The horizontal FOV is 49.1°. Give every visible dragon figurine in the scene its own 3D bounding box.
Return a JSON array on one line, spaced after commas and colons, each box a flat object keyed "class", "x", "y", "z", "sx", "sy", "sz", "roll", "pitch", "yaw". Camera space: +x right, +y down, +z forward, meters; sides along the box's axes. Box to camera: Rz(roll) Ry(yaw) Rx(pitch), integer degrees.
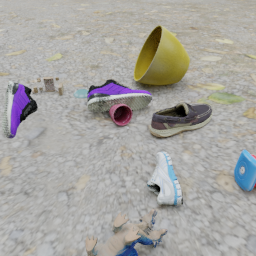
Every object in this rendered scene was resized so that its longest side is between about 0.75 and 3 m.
[{"class": "dragon figurine", "x": -0.273, "y": 2.728, "z": 6.021, "sx": 2.791, "sy": 1.388, "sz": 0.821, "roll": -39, "pitch": 48, "yaw": -17}]

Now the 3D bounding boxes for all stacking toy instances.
[{"class": "stacking toy", "x": 4.130, "y": 1.314, "z": 8.208, "sx": 1.764, "sy": 0.968, "sz": 1.024, "roll": 6, "pitch": 24, "yaw": -11}]

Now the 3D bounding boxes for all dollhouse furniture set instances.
[{"class": "dollhouse furniture set", "x": -3.752, "y": -1.938, "z": 13.047, "sx": 1.368, "sy": 0.709, "sz": 0.606, "roll": -3, "pitch": 32, "yaw": -5}]

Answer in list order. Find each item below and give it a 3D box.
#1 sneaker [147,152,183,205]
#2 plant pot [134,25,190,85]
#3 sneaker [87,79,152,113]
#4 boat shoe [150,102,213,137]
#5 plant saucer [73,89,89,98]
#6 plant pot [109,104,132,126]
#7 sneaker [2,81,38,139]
[{"class": "sneaker", "x": 0.934, "y": 1.412, "z": 8.119, "sx": 0.851, "sy": 0.736, "sz": 1.964, "roll": -8, "pitch": 34, "yaw": -3}, {"class": "plant pot", "x": 1.765, "y": -3.208, "z": 13.571, "sx": 1.985, "sy": 2.797, "sz": 2.797, "roll": 21, "pitch": 30, "yaw": -18}, {"class": "sneaker", "x": -0.374, "y": -1.495, "z": 11.721, "sx": 2.756, "sy": 0.958, "sz": 1.370, "roll": -4, "pitch": 56, "yaw": -12}, {"class": "boat shoe", "x": 2.119, "y": -0.495, "z": 10.679, "sx": 2.921, "sy": 0.947, "sz": 1.051, "roll": -17, "pitch": 38, "yaw": -24}, {"class": "plant saucer", "x": -2.130, "y": -1.651, "z": 13.103, "sx": 0.860, "sy": 0.166, "sz": 0.860, "roll": 1, "pitch": 34, "yaw": 0}, {"class": "plant pot", "x": -0.353, "y": -0.580, "z": 11.021, "sx": 0.839, "sy": 0.839, "sz": 0.751, "roll": -15, "pitch": 22, "yaw": -22}, {"class": "sneaker", "x": -2.717, "y": -0.471, "z": 7.157, "sx": 0.809, "sy": 0.565, "sz": 1.626, "roll": 10, "pitch": 57, "yaw": -30}]
